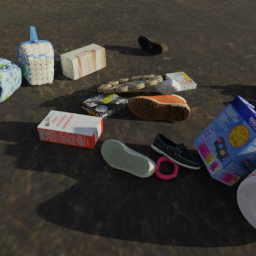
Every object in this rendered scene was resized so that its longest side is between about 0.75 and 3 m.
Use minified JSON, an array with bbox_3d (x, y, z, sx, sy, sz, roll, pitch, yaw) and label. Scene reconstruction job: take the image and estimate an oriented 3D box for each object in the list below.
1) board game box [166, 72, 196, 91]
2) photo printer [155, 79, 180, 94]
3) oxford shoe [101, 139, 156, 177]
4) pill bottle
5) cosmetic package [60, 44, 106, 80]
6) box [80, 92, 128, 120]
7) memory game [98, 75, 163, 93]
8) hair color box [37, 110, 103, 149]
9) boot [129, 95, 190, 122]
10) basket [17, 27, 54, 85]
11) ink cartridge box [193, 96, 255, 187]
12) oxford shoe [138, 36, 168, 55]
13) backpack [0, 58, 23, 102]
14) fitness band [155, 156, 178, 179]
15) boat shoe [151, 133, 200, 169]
[{"bbox_3d":[2.421,-2.169,12.913,0.901,0.229,1.339,-11,38,-14],"label":"board game box"},{"bbox_3d":[1.695,-1.725,11.721,0.881,0.733,0.306,-8,67,36],"label":"photo printer"},{"bbox_3d":[-0.013,0.945,8.477,2.107,0.792,0.608,22,-1,38],"label":"oxford shoe"},{"bbox_3d":[4.243,1.299,7.034,2.933,1.670,1.670,-27,45,-32],"label":"pill bottle"},{"bbox_3d":[-2.140,-3.260,13.693,0.909,1.077,2.084,28,46,33],"label":"cosmetic package"},{"bbox_3d":[-0.944,-0.941,11.177,1.199,0.331,1.497,30,46,34],"label":"box"},{"bbox_3d":[0.076,-1.890,11.772,2.814,0.179,2.814,-10,18,3],"label":"memory game"},{"bbox_3d":[-1.951,0.032,9.640,1.939,0.620,1.075,10,38,10],"label":"hair color box"},{"bbox_3d":[1.189,-0.883,10.787,2.296,0.862,1.231,10,32,2],"label":"boot"},{"bbox_3d":[-4.227,-3.258,12.894,1.614,2.046,2.321,-6,46,-19],"label":"basket"},{"bbox_3d":[3.135,0.228,7.904,0.895,2.344,1.600,26,27,-28],"label":"ink cartridge box"},{"bbox_3d":[1.417,-4.757,16.091,2.024,0.735,0.854,37,41,28],"label":"oxford shoe"},{"bbox_3d":[-5.381,-2.065,11.765,1.628,1.727,2.117,3,29,-11],"label":"backpack"},{"bbox_3d":[1.169,1.198,8.430,0.659,0.172,0.917,10,36,11],"label":"fitness band"},{"bbox_3d":[1.521,0.671,8.694,0.649,0.576,1.738,-2,25,-47],"label":"boat shoe"}]
